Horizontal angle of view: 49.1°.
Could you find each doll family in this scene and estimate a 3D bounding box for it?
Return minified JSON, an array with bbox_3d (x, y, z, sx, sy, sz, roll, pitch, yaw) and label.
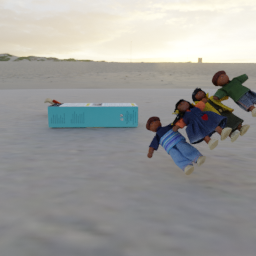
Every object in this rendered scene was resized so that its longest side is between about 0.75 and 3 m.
[{"bbox_3d":[1.132,-0.161,4.419,1.987,0.780,1.149,-30,58,-17],"label":"doll family"}]

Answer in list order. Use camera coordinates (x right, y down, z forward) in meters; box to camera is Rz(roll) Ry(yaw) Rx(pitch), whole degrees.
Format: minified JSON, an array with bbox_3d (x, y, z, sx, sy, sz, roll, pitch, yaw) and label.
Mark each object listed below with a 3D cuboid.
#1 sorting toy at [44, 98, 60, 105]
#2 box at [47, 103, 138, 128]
[{"bbox_3d":[-2.750,-0.950,11.678,1.409,0.253,1.892,24,4,-17],"label":"sorting toy"},{"bbox_3d":[-1.055,-0.417,8.829,2.695,0.662,1.109,-1,10,-3],"label":"box"}]
